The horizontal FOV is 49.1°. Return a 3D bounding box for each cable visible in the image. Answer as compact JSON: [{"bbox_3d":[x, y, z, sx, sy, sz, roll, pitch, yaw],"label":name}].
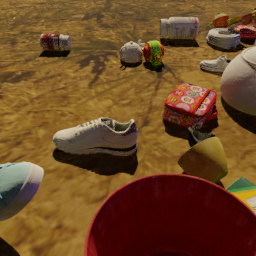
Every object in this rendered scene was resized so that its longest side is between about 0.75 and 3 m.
[{"bbox_3d":[4.814,-4.573,14.128,1.648,0.571,1.648,19,40,23],"label":"cable"}]

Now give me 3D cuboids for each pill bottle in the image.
[{"bbox_3d":[-3.421,-4.065,13.291,1.317,0.752,0.752,3,37,4],"label":"pill bottle"},{"bbox_3d":[2.622,-5.174,14.526,1.883,1.067,1.067,0,37,-1],"label":"pill bottle"}]

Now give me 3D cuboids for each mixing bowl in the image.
[{"bbox_3d":[0.734,2.163,4.305,2.673,1.448,2.673,-1,36,0],"label":"mixing bowl"}]

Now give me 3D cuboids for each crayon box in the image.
[{"bbox_3d":[2.655,1.832,5.532,1.030,0.505,1.734,-26,44,-30],"label":"crayon box"}]

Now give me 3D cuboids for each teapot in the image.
[{"bbox_3d":[0.134,-3.422,12.391,1.078,0.798,1.092,-3,37,-4],"label":"teapot"},{"bbox_3d":[4.473,-1.845,9.226,2.744,2.031,2.781,-20,40,-25],"label":"teapot"}]

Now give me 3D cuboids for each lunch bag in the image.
[{"bbox_3d":[2.059,-0.686,8.836,1.540,0.716,1.749,22,42,20],"label":"lunch bag"},{"bbox_3d":[6.290,-5.085,14.888,1.196,0.490,1.053,4,37,6],"label":"lunch bag"}]

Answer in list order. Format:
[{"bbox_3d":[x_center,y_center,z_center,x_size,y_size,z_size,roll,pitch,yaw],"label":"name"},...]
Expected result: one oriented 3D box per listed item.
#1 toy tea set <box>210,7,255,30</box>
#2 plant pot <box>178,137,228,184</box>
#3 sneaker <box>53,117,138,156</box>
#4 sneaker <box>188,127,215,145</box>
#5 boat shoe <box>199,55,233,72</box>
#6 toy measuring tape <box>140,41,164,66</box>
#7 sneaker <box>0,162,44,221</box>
[{"bbox_3d":[5.912,-5.952,15.002,2.995,1.109,1.781,-20,7,-27],"label":"toy tea set"},{"bbox_3d":[1.846,0.865,6.516,1.125,1.125,0.798,-18,61,-23],"label":"plant pot"},{"bbox_3d":[-0.881,0.139,7.494,2.302,0.926,0.879,-1,38,2],"label":"sneaker"},{"bbox_3d":[2.043,0.255,7.725,0.532,0.355,0.930,-23,39,-10],"label":"sneaker"},{"bbox_3d":[3.928,-2.689,11.558,1.853,0.606,0.682,8,37,10],"label":"boat shoe"},{"bbox_3d":[1.003,-3.633,12.607,0.949,0.949,2.579,-8,37,-11],"label":"toy measuring tape"},{"bbox_3d":[-2.820,1.078,5.106,2.809,1.151,1.038,-19,49,28],"label":"sneaker"}]
